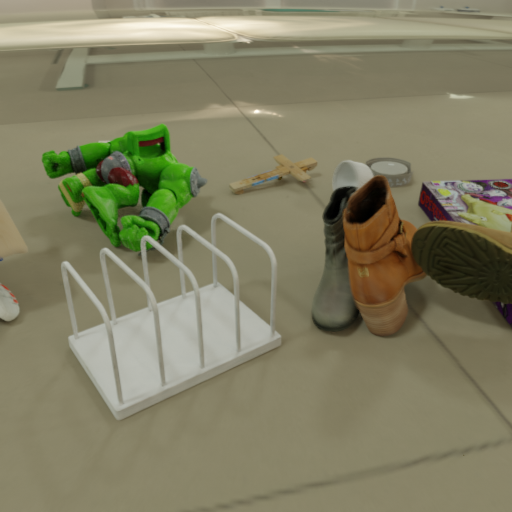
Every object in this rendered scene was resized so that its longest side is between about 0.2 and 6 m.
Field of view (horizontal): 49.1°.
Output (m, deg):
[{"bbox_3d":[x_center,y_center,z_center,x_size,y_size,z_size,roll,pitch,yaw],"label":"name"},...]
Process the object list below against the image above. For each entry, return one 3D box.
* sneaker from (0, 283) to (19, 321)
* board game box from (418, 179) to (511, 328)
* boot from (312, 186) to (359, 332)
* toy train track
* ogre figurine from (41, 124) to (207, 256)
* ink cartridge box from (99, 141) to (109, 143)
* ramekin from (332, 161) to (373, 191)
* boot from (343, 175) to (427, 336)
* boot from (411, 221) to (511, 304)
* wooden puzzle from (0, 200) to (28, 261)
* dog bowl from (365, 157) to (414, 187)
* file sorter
[{"bbox_3d":[-4.655,0.644,9.179,1.910,0.736,0.782,33,81,27],"label":"sneaker"},{"bbox_3d":[5.233,-0.274,10.601,2.869,0.772,4.780,1,30,-6],"label":"board game box"},{"bbox_3d":[1.265,-0.032,9.041,0.781,1.507,2.307,-1,39,23],"label":"boot"},{"bbox_3d":[0.443,-1.874,13.647,2.332,0.379,1.338,-20,43,-21],"label":"toy train track"},{"bbox_3d":[-2.642,-1.567,11.644,2.291,1.875,3.821,-33,30,-26],"label":"ogre figurine"},{"bbox_3d":[-4.045,-2.856,15.270,0.598,0.345,0.819,-3,31,-6],"label":"ink cartridge box"},{"bbox_3d":[2.214,-1.668,12.678,0.509,0.971,0.971,-5,29,-28],"label":"ramekin"},{"bbox_3d":[1.996,-0.358,8.894,1.045,2.115,2.724,1,38,32],"label":"boot"},{"bbox_3d":[4.310,-0.360,9.280,2.815,1.063,3.215,24,37,19],"label":"boot"},{"bbox_3d":[-5.025,-0.286,8.868,2.200,0.509,2.038,-20,52,-30],"label":"wooden puzzle"},{"bbox_3d":[3.292,-2.072,13.920,1.230,0.361,1.230,1,30,0],"label":"dog bowl"},{"bbox_3d":[-1.216,0.663,8.003,2.629,1.637,1.824,-20,35,-29],"label":"file sorter"}]
